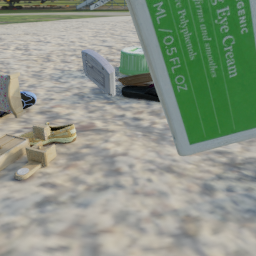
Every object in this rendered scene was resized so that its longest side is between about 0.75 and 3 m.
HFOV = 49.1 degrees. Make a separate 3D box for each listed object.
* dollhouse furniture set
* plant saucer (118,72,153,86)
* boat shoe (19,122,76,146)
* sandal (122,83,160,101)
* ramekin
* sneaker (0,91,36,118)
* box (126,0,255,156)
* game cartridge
[{"bbox_3d":[-2.532,-0.334,5.247,1.934,2.268,1.107,11,29,20],"label":"dollhouse furniture set"},{"bbox_3d":[0.637,-1.704,9.576,1.956,0.288,1.956,-9,7,1],"label":"plant saucer"},{"bbox_3d":[-1.841,0.093,6.371,1.287,0.490,0.461,-7,27,-13],"label":"boat shoe"},{"bbox_3d":[0.947,-1.238,8.939,2.381,0.570,0.895,5,27,11],"label":"sandal"},{"bbox_3d":[0.508,-2.863,11.831,1.819,0.888,1.819,0,27,0],"label":"ramekin"},{"bbox_3d":[-3.327,-0.590,7.761,1.605,0.563,0.625,-14,37,-19],"label":"sneaker"},{"bbox_3d":[0.898,-1.047,2.723,1.542,1.791,1.800,-17,28,11],"label":"box"},{"bbox_3d":[-0.603,-1.172,5.742,0.210,0.693,1.039,-31,54,-23],"label":"game cartridge"}]
